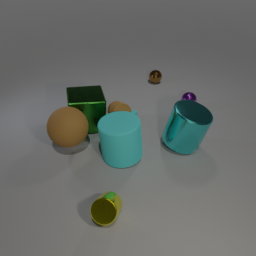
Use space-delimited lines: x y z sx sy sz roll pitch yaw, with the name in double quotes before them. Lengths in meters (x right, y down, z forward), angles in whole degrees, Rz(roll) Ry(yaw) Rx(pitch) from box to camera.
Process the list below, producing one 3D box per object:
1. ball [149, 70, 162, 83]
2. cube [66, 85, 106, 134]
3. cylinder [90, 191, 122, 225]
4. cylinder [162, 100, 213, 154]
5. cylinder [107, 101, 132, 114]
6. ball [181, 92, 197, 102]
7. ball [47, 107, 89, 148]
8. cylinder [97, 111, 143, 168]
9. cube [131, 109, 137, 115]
"ball" 1.443 -2.699 14.712 0.700 0.700 0.700 0 34 0
"cube" -1.645 -0.730 11.050 1.400 1.400 1.400 -6 35 -12
"cylinder" -0.552 2.091 7.352 0.700 0.700 0.700 7 3 10
"cylinder" 2.063 -0.043 9.852 1.400 1.400 1.400 11 38 -9
"cylinder" -0.316 -0.600 10.226 0.700 0.700 0.700 -14 17 -20
"ball" 2.727 -1.263 12.543 0.700 0.700 0.700 0 34 0
"ball" -2.058 -0.029 9.583 1.400 1.400 1.400 0 34 0
"cylinder" -0.240 0.374 9.400 1.400 1.400 1.400 -4 35 3
"cube" -0.106 -0.337 11.185 0.700 0.700 0.700 23 40 30
